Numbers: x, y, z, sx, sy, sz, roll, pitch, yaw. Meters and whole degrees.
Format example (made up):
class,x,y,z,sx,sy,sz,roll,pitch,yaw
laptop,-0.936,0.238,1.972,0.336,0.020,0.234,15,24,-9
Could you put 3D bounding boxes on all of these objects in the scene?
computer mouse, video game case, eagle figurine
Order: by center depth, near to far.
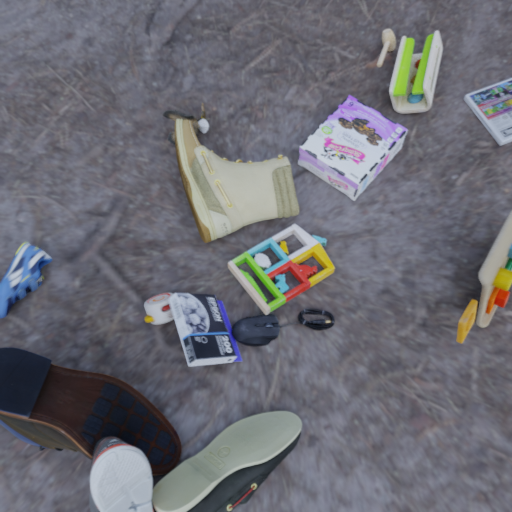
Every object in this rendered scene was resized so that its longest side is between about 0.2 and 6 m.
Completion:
class,x,y,z,sx,sy,sz,roll,pitch,yaw
computer mouse,0.450,1.138,9.258,1.733,0.295,0.508,-10,63,-6
eagle figurine,-1.355,-2.563,10.985,0.832,0.628,0.631,-16,74,-20
video game case,5.200,-2.987,11.380,1.454,0.167,1.325,-22,66,-9

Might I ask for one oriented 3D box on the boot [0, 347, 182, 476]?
class,x,y,z,sx,sy,sz,roll,pitch,yaw
boot,-2.683,2.368,8.335,3.158,1.531,1.180,33,57,-16

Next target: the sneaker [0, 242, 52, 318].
class,x,y,z,sx,sy,sz,roll,pitch,yaw
sneaker,-3.945,0.441,9.448,0.569,0.511,1.383,23,66,-12

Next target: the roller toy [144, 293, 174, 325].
class,x,y,z,sx,sy,sz,roll,pitch,yaw
roller toy,-1.542,0.885,9.222,0.529,0.580,0.405,-12,105,14

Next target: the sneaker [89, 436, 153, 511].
class,x,y,z,sx,sy,sz,roll,pitch,yaw
sneaker,-1.774,3.599,7.541,0.974,1.035,2.527,-3,97,-26

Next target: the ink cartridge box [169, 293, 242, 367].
class,x,y,z,sx,sy,sz,roll,pitch,yaw
ink cartridge box,-0.734,1.148,8.884,1.159,0.251,1.148,6,54,-47

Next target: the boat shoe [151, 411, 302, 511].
class,x,y,z,sx,sy,sz,roll,pitch,yaw
boat shoe,-0.333,3.090,8.071,2.429,0.761,0.888,-28,30,-26

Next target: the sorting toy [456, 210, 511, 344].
class,x,y,z,sx,sy,sz,roll,pitch,yaw
sorting toy,3.978,0.261,8.927,0.391,1.617,2.872,23,67,32

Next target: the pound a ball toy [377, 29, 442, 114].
class,x,y,z,sx,sy,sz,roll,pitch,yaw
pound a ball toy,3.115,-3.831,11.571,1.235,0.805,1.894,2,61,30

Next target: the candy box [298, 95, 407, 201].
class,x,y,z,sx,sy,sz,roll,pitch,yaw
candy box,1.825,-2.072,10.681,1.373,0.586,1.637,36,69,16

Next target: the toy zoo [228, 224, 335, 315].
class,x,y,z,sx,sy,sz,roll,pitch,yaw
toy zoo,0.540,0.138,9.721,1.748,0.179,1.147,-30,64,-20

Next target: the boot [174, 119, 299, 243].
class,x,y,z,sx,sy,sz,roll,pitch,yaw
boot,-0.403,-1.595,10.265,1.939,0.908,2.494,-16,66,-8
